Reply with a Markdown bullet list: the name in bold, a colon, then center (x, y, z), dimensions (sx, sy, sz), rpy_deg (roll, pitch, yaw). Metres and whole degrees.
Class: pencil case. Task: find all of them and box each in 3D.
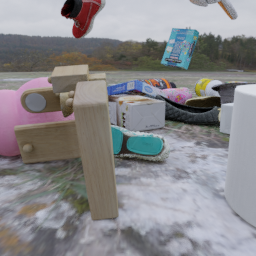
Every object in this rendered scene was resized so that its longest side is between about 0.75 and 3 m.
- **pencil case**: center (1.875, -1.358, 12.414), dimensions (1.918, 0.839, 0.839), rpy_deg (-8, 16, -27)

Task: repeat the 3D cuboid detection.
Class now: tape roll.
- **tape roll**: center (2.675, 0.339, 3.876), dimensions (2.459, 1.688, 2.459), rpy_deg (0, 14, 0)

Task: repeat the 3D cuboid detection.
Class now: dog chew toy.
- **dog chew toy**: center (-2.457, -0.147, 6.172), dimensions (2.720, 1.694, 1.694), rpy_deg (-12, 17, -13)

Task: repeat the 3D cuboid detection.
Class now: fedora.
- **fedora**: center (4.175, -0.960, 10.089), dimensions (2.344, 1.197, 2.651), rpy_deg (3, 7, 4)

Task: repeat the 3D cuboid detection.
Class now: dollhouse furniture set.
- **dollhouse furniture set**: center (-1.178, 0.199, 4.390), dimensions (1.847, 2.156, 2.267), rpy_deg (-6, 29, -3)

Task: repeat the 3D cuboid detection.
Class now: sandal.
- **sandal**: center (2.079, -3.543, 7.502), dimensions (2.671, 0.766, 1.023), rpy_deg (28, 31, -41)

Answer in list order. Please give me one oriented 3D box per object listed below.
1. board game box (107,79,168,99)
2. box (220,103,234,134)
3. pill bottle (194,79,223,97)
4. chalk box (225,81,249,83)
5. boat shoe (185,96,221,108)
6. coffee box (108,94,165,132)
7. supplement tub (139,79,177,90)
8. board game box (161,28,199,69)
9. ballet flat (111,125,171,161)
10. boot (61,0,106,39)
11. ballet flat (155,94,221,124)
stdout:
- **board game box**: center (0.214, -1.333, 11.239), dimensions (1.995, 0.433, 1.985), rpy_deg (-5, -10, 42)
- **box**: center (3.174, -0.284, 8.125), dimensions (0.843, 0.848, 0.554), rpy_deg (-8, 14, -31)
- **pill bottle**: center (4.313, -1.976, 14.509), dimensions (1.049, 1.049, 1.874), rpy_deg (-4, 15, -15)
- **chalk box**: center (5.636, -1.773, 13.892), dimensions (0.951, 0.956, 1.537), rpy_deg (-6, 16, -22)
- **boat shoe**: center (3.257, -1.067, 11.650), dimensions (1.784, 0.660, 0.592), rpy_deg (1, 20, 5)
- **coffee box**: center (0.107, -0.561, 9.204), dimensions (1.224, 0.853, 2.140), rpy_deg (-8, 16, -28)
- **supplement tub**: center (1.236, -1.731, 13.238), dimensions (2.218, 1.186, 1.186), rpy_deg (-10, 17, -32)
- **board game box**: center (1.534, -2.359, 8.301), dimensions (0.838, 1.110, 0.261), rpy_deg (23, 8, 42)
- **ballet flat**: center (0.041, 0.392, 6.227), dimensions (1.967, 0.706, 0.706), rpy_deg (12, 18, 31)
- **boot**: center (-1.659, -3.387, 8.687), dimensions (1.373, 0.689, 1.903), rpy_deg (-33, -3, -38)
- **ballet flat**: center (2.099, -0.629, 9.521), dimensions (2.937, 0.834, 0.976), rpy_deg (9, 17, 32)
